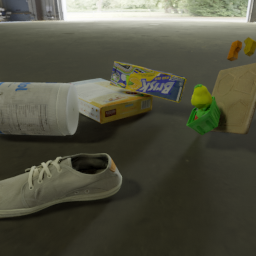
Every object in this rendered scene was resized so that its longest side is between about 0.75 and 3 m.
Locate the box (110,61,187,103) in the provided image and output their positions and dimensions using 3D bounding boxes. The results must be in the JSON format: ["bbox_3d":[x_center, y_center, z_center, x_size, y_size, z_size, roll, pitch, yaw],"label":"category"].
[{"bbox_3d":[0.651,-1.477,8.918,2.301,0.806,0.740,16,14,11],"label":"box"}]

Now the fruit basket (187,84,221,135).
[{"bbox_3d":[1.786,-0.507,6.857,0.794,1.101,1.101,-36,5,34],"label":"fruit basket"}]

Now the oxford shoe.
[{"bbox_3d":[-1.463,0.955,5.170,2.739,0.791,1.030,-8,29,-12],"label":"oxford shoe"}]

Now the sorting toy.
[{"bbox_3d":[2.821,-1.097,7.152,0.348,2.603,1.939,21,-5,-16],"label":"sorting toy"}]

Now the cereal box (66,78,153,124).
[{"bbox_3d":[-0.932,-1.041,9.544,2.132,0.586,2.964,-17,29,-37],"label":"cereal box"}]

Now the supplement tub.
[{"bbox_3d":[-2.524,-0.512,7.524,2.160,1.425,1.425,1,25,3],"label":"supplement tub"}]
